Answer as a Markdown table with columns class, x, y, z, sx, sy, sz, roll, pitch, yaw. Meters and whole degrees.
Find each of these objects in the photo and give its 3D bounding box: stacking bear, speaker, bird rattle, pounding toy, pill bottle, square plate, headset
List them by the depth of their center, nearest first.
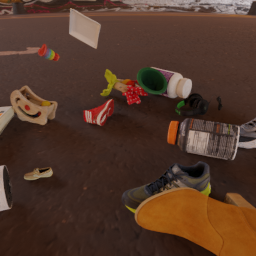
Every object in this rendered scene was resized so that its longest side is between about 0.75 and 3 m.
| class | x | y | z | sx | sy | sz | roll | pitch | yaw |
| --- | --- | --- | --- | --- | --- | --- | --- | --- | --- |
| speaker | -4.193 | 1.634 | 6.543 | 2.718 | 1.104 | 1.104 | -8 | 30 | -15 |
| pill bottle | 2.361 | 0.296 | 8.954 | 2.112 | 1.122 | 1.122 | 10 | 30 | 16 |
| pounding toy | -3.778 | -1.063 | 11.300 | 2.229 | 1.275 | 1.279 | 12 | 31 | 20 |
| square plate | -1.804 | -4.155 | 11.710 | 1.408 | 1.395 | 0.200 | 30 | 61 | 2 |
| headset | 2.999 | -0.893 | 11.836 | 1.989 | 0.935 | 1.228 | -18 | 28 | -1 |
| stacking bear | -3.529 | -3.333 | 12.725 | 0.892 | 0.541 | 0.507 | 17 | 44 | -50 |
| bird rattle | -0.048 | -1.959 | 13.141 | 2.315 | 1.304 | 1.888 | 16 | 19 | 22 |
| pill bottle | 1.865 | -2.106 | 13.312 | 2.147 | 1.206 | 1.206 | 22 | 35 | 34 |

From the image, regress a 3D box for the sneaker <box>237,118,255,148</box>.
| class | x | y | z | sx | sy | sz | roll | pitch | yaw |
| --- | --- | --- | --- | --- | --- | --- | --- | --- | --- |
| sneaker | 4.520 | -0.235 | 9.530 | 2.636 | 1.500 | 0.995 | -7 | 29 | -12 |

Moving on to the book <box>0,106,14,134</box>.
| class | x | y | z | sx | sy | sz | roll | pitch | yaw |
| --- | --- | --- | --- | --- | --- | --- | --- | --- | --- |
| book | -5.494 | -0.129 | 10.363 | 1.674 | 0.602 | 2.505 | -2 | 28 | 0 |

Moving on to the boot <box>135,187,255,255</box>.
| class | x | y | z | sx | sy | sz | roll | pitch | yaw |
| --- | --- | --- | --- | --- | --- | --- | --- | --- | --- |
| boot | 1.731 | 2.161 | 5.594 | 2.872 | 1.011 | 2.056 | -1 | 24 | -13 |

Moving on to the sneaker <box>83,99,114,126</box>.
| class | x | y | z | sx | sy | sz | roll | pitch | yaw |
| --- | --- | --- | --- | --- | --- | --- | --- | --- | --- |
| sneaker | -1.234 | -0.742 | 11.366 | 1.001 | 0.679 | 1.732 | 9 | 28 | 13 |

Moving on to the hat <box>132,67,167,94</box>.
| class | x | y | z | sx | sy | sz | roll | pitch | yaw |
| --- | --- | --- | --- | --- | --- | --- | --- | --- | --- |
| hat | 0.860 | -1.815 | 12.985 | 1.451 | 1.542 | 1.752 | 18 | 54 | -11 |

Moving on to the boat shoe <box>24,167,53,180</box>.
| class | x | y | z | sx | sy | sz | roll | pitch | yaw |
| --- | --- | --- | --- | --- | --- | --- | --- | --- | --- |
| boat shoe | -2.582 | 1.281 | 8.046 | 0.795 | 0.264 | 0.294 | -9 | 30 | -16 |

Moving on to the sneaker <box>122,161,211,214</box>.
| class | x | y | z | sx | sy | sz | roll | pitch | yaw |
| --- | --- | --- | --- | --- | --- | --- | --- | --- | --- |
| sneaker | 0.995 | 1.410 | 7.027 | 2.481 | 1.004 | 0.917 | -12 | 31 | -21 |
